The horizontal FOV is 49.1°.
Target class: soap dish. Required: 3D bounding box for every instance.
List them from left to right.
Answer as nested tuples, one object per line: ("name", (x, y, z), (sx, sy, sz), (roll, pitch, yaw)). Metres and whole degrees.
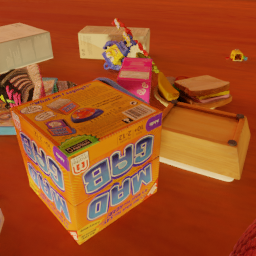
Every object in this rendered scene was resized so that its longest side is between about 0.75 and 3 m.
("soap dish", (1.491, 0.164, 6.004), (2.052, 0.833, 1.614), (15, 36, 23))

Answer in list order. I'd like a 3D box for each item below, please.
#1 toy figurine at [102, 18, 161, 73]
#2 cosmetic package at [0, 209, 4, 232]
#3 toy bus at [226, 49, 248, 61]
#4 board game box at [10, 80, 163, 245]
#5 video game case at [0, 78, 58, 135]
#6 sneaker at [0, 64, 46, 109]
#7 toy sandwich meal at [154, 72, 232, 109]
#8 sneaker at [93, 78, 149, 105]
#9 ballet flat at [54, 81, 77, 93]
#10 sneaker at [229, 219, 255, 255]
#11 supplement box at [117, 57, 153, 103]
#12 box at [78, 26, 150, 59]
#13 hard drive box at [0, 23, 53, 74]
("toy figurine", (-0.161, -2.505, 10.209), (2.548, 1.526, 1.344), (59, 22, 18))
("cosmetic package", (-3.011, 1.010, 2.878), (2.301, 2.766, 2.315), (-4, 33, -6))
("toy bus", (4.375, -2.979, 11.309), (0.732, 0.401, 0.775), (-26, 41, -34))
("board game box", (-0.657, 0.422, 4.772), (1.716, 1.715, 1.715), (-26, 41, -34))
("video game case", (-3.116, -0.721, 7.764), (2.014, 0.250, 2.814), (-1, 34, -6))
("sneaker", (-2.619, -0.761, 6.848), (1.176, 0.992, 2.689), (-13, 38, -15))
("toy sandwich meal", (1.822, -1.184, 8.142), (2.298, 0.787, 2.298), (0, 33, 0))
("sneaker", (-0.513, -0.514, 6.985), (1.029, 0.926, 2.642), (-33, 38, -22))
("ballet flat", (-1.410, -0.483, 6.973), (0.914, 0.914, 2.542), (-7, 36, -10))
("sneaker", (1.644, 1.978, 3.070), (1.077, 1.163, 2.885), (29, 47, 14))
("supplement box", (0.224, -1.356, 8.288), (0.938, 0.919, 1.816), (5, 34, 6))
("box", (-0.524, -3.474, 11.460), (2.714, 1.055, 1.289), (6, 33, 10))
("hard drive box", (-4.793, -3.110, 10.842), (2.243, 1.105, 2.878), (26, 41, 35))
